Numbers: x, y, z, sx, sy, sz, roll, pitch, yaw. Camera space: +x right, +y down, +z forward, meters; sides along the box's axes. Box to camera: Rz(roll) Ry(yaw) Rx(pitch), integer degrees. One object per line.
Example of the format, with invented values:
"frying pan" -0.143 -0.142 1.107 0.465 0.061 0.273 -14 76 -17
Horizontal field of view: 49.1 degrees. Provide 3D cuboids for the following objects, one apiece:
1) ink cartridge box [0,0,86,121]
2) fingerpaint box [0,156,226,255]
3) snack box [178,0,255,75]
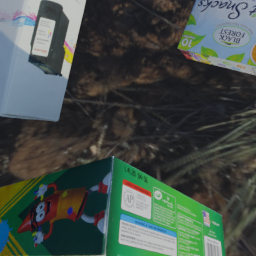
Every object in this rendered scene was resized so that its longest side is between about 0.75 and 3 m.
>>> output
"ink cartridge box" -1.864 -1.584 4.530 1.928 1.095 2.645 16 94 31
"fingerpaint box" -0.170 1.172 3.146 1.777 2.129 0.781 -19 53 35
"snack box" 2.440 -2.562 5.456 1.993 0.743 2.803 24 96 32
